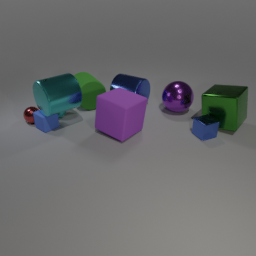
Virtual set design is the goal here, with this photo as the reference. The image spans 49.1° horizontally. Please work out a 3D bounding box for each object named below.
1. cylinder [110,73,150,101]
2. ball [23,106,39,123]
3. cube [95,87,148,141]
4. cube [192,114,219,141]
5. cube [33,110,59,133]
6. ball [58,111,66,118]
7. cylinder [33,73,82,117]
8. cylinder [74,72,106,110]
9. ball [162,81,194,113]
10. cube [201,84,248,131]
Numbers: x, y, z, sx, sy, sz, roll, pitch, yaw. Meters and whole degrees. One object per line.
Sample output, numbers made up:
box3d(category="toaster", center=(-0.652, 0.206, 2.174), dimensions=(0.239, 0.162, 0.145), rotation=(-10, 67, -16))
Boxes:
box3d(category="cylinder", center=(0.109, -1.718, 12.990), dimensions=(1.400, 1.400, 1.400), rotation=(18, 35, 29))
box3d(category="ball", center=(-3.991, -0.548, 11.666), dimensions=(0.700, 0.700, 0.700), rotation=(0, 30, 0))
box3d(category="cube", center=(-0.278, -0.567, 10.779), dimensions=(1.400, 1.400, 1.400), rotation=(25, 33, 28))
box3d(category="cube", center=(2.968, -0.023, 10.765), dimensions=(0.700, 0.700, 0.700), rotation=(-13, 33, -22))
box3d(category="cube", center=(-3.290, -0.334, 11.298), dimensions=(0.700, 0.700, 0.700), rotation=(24, 37, 35))
box3d(category="ball", center=(-3.024, -0.783, 12.108), dimensions=(0.700, 0.700, 0.700), rotation=(0, 30, 0))
box3d(category="cylinder", center=(-2.720, -1.291, 10.815), dimensions=(1.400, 1.400, 1.400), rotation=(-23, 37, -33))
box3d(category="cylinder", center=(-1.908, -1.739, 13.022), dimensions=(1.400, 1.400, 1.400), rotation=(-14, 32, -23))
box3d(category="ball", center=(2.198, -1.380, 12.405), dimensions=(1.400, 1.400, 1.400), rotation=(0, 30, 0))
box3d(category="cube", center=(3.897, -0.858, 11.276), dimensions=(1.400, 1.400, 1.400), rotation=(11, 30, 36))
